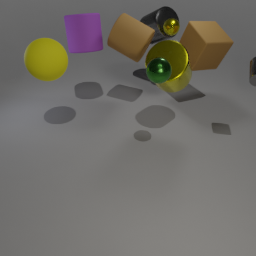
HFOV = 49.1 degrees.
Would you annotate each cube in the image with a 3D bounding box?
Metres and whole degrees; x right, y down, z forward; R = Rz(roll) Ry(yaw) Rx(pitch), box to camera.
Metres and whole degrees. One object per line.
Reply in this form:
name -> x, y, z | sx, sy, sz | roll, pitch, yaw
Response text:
cube -> 3.067, -3.337, 11.391 | 1.400, 1.400, 1.400 | -10, 57, -26

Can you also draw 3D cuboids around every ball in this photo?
ball -> -2.705, -2.261, 9.300 | 1.400, 1.400, 1.400 | 0, 32, 0
ball -> 1.857, -4.309, 11.939 | 0.700, 0.700, 0.700 | 0, 32, 0
ball -> 0.840, -1.562, 7.630 | 0.700, 0.700, 0.700 | 0, 32, 0

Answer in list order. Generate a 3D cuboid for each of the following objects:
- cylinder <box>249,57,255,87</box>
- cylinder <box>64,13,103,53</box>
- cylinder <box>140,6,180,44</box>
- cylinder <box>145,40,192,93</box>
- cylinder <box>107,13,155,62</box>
cylinder -> 3.990, -1.685, 8.325 | 0.700, 0.700, 0.700 | 8, 65, 12
cylinder -> -1.750, -3.788, 11.184 | 1.400, 1.400, 1.400 | -4, 21, 2
cylinder -> 1.442, -4.768, 13.129 | 1.400, 1.400, 1.400 | -22, 14, -30
cylinder -> 1.411, -2.043, 9.494 | 1.400, 1.400, 1.400 | 12, -4, 18
cylinder -> 0.119, -3.537, 11.032 | 1.400, 1.400, 1.400 | 30, 37, 1
